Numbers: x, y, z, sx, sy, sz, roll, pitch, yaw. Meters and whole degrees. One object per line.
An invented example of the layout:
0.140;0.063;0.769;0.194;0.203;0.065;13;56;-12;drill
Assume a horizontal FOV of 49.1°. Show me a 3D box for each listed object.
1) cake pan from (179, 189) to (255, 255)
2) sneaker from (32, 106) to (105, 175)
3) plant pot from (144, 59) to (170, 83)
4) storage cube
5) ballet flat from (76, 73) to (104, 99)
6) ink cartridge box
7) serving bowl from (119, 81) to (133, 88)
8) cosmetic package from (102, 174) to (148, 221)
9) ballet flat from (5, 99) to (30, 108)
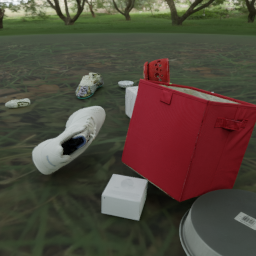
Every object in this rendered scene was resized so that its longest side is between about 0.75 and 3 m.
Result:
2.253;1.975;5.355;2.483;0.455;2.483;0;23;0;cake pan
-1.346;0.241;7.935;1.241;1.061;2.849;-18;25;39;sneaker
1.594;-3.041;15.529;1.384;1.520;1.520;-1;23;9;plant pot
1.430;0.188;6.750;2.079;2.187;2.432;0;20;-40;storage cube
-2.028;-2.357;14.649;0.997;0.997;2.772;6;24;12;ballet flat
1.382;-0.673;10.430;2.120;1.224;2.902;-9;25;-20;ink cartridge box
-0.116;-2.382;15.527;0.833;0.274;0.833;0;24;0;serving bowl
-0.062;1.528;6.259;0.845;0.521;0.848;8;23;12;cosmetic package
-4.890;-1.075;12.524;1.075;0.373;0.373;-16;29;-34;ballet flat
